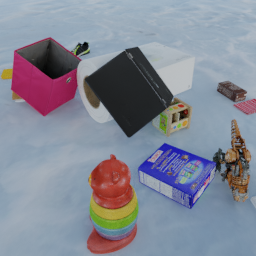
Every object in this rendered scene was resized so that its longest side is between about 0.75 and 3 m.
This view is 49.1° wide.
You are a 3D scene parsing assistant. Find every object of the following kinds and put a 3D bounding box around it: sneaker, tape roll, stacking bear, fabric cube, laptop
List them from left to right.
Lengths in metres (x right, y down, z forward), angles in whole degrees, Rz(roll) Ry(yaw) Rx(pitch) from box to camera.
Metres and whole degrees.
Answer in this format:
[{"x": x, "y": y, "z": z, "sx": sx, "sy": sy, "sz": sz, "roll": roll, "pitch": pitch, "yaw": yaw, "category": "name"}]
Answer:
[{"x": -3.426, "y": -2.191, "z": 11.934, "sx": 2.107, "sy": 2.100, "sz": 2.067, "roll": 37, "pitch": 43, "yaw": 8, "category": "fabric cube"}, {"x": -3.179, "y": -4.935, "z": 17.527, "sx": 0.708, "sy": 0.818, "sz": 1.975, "roll": 22, "pitch": 41, "yaw": 29, "category": "sneaker"}, {"x": -0.708, "y": -1.661, "z": 11.278, "sx": 1.769, "sy": 2.576, "sz": 2.576, "roll": -22, "pitch": 40, "yaw": -29, "category": "tape roll"}, {"x": -0.386, "y": 1.716, "z": 6.672, "sx": 1.297, "sy": 2.281, "sz": 1.385, "roll": -1, "pitch": 35, "yaw": -1, "category": "stacking bear"}, {"x": 0.222, "y": -1.496, "z": 10.639, "sx": 1.604, "sy": 2.591, "sz": 2.768, "roll": -34, "pitch": 7, "yaw": 24, "category": "laptop"}]

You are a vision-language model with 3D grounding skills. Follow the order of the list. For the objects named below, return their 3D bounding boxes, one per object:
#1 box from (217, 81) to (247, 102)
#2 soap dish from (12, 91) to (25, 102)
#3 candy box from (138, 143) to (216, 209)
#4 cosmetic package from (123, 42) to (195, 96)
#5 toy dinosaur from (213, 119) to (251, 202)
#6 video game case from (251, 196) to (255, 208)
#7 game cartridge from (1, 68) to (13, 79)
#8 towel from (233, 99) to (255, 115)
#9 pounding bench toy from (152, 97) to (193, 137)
[{"x": 4.903, "y": -1.746, "z": 13.256, "sx": 0.648, "sy": 0.485, "sz": 1.293, "roll": -14, "pitch": 36, "yaw": -19, "category": "box"}, {"x": -4.864, "y": -1.960, "z": 13.363, "sx": 1.326, "sy": 0.684, "sz": 1.685, "roll": -11, "pitch": 38, "yaw": -15, "category": "soap dish"}, {"x": 1.475, "y": 1.365, "z": 8.521, "sx": 1.842, "sy": 0.709, "sz": 1.557, "roll": 23, "pitch": 43, "yaw": 32, "category": "candy box"}, {"x": 1.179, "y": -2.756, "z": 13.592, "sx": 2.844, "sy": 1.754, "sz": 2.853, "roll": -24, "pitch": 43, "yaw": -30, "category": "cosmetic package"}, {"x": 3.263, "y": 0.967, "z": 8.314, "sx": 1.175, "sy": 1.562, "sz": 2.301, "roll": 22, "pitch": 80, "yaw": 7, "category": "toy dinosaur"}, {"x": 4.351, "y": 2.340, "z": 7.630, "sx": 1.460, "sy": 0.173, "sz": 1.329, "roll": -5, "pitch": 35, "yaw": -7, "category": "video game case"}, {"x": -6.225, "y": -2.988, "z": 15.307, "sx": 1.238, "sy": 0.201, "sz": 1.091, "roll": -8, "pitch": 36, "yaw": -8, "category": "game cartridge"}, {"x": 5.448, "y": -0.969, "z": 12.424, "sx": 1.262, "sy": 0.142, "sz": 0.913, "roll": -16, "pitch": 37, "yaw": -21, "category": "towel"}, {"x": 1.616, "y": -0.616, "z": 11.167, "sx": 1.245, "sy": 0.991, "sz": 1.596, "roll": -20, "pitch": 40, "yaw": -26, "category": "pounding bench toy"}]
